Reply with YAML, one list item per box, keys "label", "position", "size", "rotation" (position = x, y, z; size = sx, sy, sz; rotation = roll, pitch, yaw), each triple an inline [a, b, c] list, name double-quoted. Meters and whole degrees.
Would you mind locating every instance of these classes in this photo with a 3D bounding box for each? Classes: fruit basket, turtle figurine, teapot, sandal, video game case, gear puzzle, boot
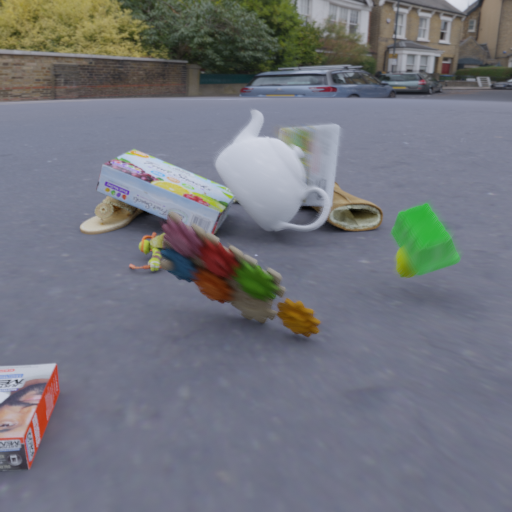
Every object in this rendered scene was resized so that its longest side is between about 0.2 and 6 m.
- label: "fruit basket"
  position: [2.432, -0.102, 8.260]
  size: [0.775, 1.075, 1.075]
  rotation: [-18, 21, 1]
- label: "turtle figurine"
  position: [-1.507, -0.197, 9.971]
  size: [1.334, 0.533, 1.655]
  rotation: [0, 20, 1]
- label: "teapot"
  position: [0.308, -1.546, 10.933]
  size: [1.487, 2.036, 2.009]
  rotation: [-37, 28, 9]
- label: "sandal"
  position: [-2.943, -1.205, 12.337]
  size: [0.911, 0.817, 2.483]
  rotation: [12, 23, 28]
- label: "video game case"
  position: [1.002, -1.840, 11.510]
  size: [1.474, 1.619, 0.185]
  rotation: [8, 4, 43]
- label: "gear puzzle"
  position: [-0.272, 0.436, 7.288]
  size: [2.404, 1.245, 0.315]
  rotation: [30, 52, 11]
- label: "boot"
  position: [1.301, -1.239, 12.458]
  size: [2.215, 0.837, 2.529]
  rotation: [-4, 21, -12]

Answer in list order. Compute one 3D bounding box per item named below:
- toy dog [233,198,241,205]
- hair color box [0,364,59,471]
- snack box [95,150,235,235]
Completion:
- label: "toy dog"
  position: [-0.467, -1.473, 13.788]
  size: [0.524, 0.365, 0.508]
  rotation: [11, 14, 31]
- label: "hair color box"
  position: [-2.396, 1.526, 5.422]
  size: [0.686, 0.395, 1.237]
  rotation: [-2, 21, -6]
- label: "snack box"
  position: [-1.819, -1.371, 11.875]
  size: [2.542, 0.673, 1.808]
  rotation: [23, 20, 0]
